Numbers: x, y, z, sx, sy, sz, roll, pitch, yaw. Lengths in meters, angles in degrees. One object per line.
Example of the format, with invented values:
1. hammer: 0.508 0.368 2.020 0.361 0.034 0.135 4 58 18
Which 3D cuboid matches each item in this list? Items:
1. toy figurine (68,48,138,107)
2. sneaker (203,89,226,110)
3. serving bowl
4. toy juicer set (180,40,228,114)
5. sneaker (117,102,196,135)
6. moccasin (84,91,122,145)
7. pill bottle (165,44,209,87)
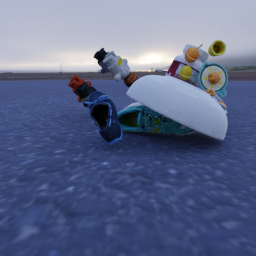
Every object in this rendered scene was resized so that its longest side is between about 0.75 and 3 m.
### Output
1. toy figurine: -0.815 -1.551 9.783 1.526 2.159 2.193 43 -2 -28
2. sneaker: 2.391 -0.779 8.382 0.835 0.824 2.134 -13 -3 13
3. serving bowl: 1.258 -0.631 6.611 2.504 0.824 2.504 25 9 -4
4. toy juicer set: 2.810 -1.778 10.268 1.739 2.734 0.744 -6 3 -6
5. sneaker: 0.721 -0.204 7.084 2.564 0.994 1.021 -5 7 33
6. moccasin: -0.545 -0.388 6.250 0.672 0.569 1.670 -36 46 2
7. pill bottle: 2.214 -2.023 11.300 1.380 2.443 1.380 27 7 -4
